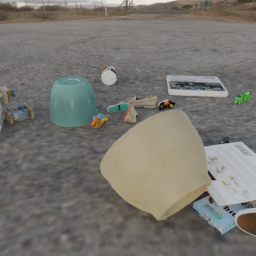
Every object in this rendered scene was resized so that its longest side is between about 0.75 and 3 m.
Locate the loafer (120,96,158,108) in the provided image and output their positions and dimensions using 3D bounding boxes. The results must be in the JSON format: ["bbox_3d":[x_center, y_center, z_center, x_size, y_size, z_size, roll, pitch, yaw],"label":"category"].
[{"bbox_3d":[0.490,-1.275,13.055,1.781,0.560,0.640,2,27,3],"label":"loafer"}]

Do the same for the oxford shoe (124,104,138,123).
[{"bbox_3d":[0.158,-0.584,11.917,0.521,0.499,1.411,22,31,-6],"label":"oxford shoe"}]

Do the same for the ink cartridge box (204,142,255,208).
[{"bbox_3d":[2.904,1.346,7.861,2.289,0.574,2.637,-7,28,-11],"label":"ink cartridge box"}]

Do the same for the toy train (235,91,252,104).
[{"bbox_3d":[5.664,-1.516,13.726,1.390,0.392,0.290,-23,34,-37],"label":"toy train"}]

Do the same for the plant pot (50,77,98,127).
[{"bbox_3d":[-2.307,-1.207,11.745,2.030,1.629,2.030,0,27,0],"label":"plant pot"}]

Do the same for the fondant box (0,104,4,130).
[{"bbox_3d":[-5.313,-0.626,10.562,0.662,1.641,2.275,-8,28,-12],"label":"fondant box"}]

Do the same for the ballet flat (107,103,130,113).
[{"bbox_3d":[-0.403,-0.935,12.642,1.142,0.397,0.397,-10,28,-11],"label":"ballet flat"}]

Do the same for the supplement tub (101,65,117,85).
[{"bbox_3d":[-1.101,-3.112,16.328,0.899,0.899,1.467,-2,26,-3],"label":"supplement tub"}]

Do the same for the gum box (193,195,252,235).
[{"bbox_3d":[2.342,2.003,6.900,1.119,0.249,0.951,-15,30,-27],"label":"gum box"}]

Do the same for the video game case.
[{"bbox_3d":[3.685,-2.333,15.421,2.979,0.348,2.708,3,27,4],"label":"video game case"}]

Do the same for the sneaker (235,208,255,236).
[{"bbox_3d":[3.285,2.103,6.470,1.733,0.631,0.734,5,11,2],"label":"sneaker"}]

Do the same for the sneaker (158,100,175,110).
[{"bbox_3d":[1.777,-1.049,12.827,0.466,0.362,1.036,15,28,34],"label":"sneaker"}]

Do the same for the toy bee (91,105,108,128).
[{"bbox_3d":[-1.064,-0.351,11.278,0.731,0.607,1.117,0,48,48],"label":"toy bee"}]

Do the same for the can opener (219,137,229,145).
[{"bbox_3d":[3.254,0.572,9.602,0.470,0.379,1.196,18,32,32],"label":"can opener"}]

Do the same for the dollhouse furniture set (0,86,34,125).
[{"bbox_3d":[-4.596,-0.989,11.581,0.969,1.375,0.964,-19,33,-33],"label":"dollhouse furniture set"}]

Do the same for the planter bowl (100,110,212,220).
[{"bbox_3d":[0.863,1.061,6.708,2.575,2.575,1.733,-18,58,-31],"label":"planter bowl"}]
